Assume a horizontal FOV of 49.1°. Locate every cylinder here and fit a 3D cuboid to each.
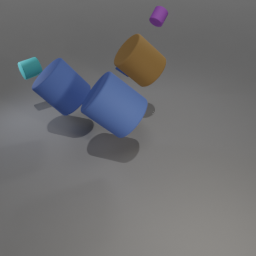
[{"bbox_3d":[-3.831,-2.342,10.992,0.700,0.700,0.700,-28,40,-24],"label":"cylinder"},{"bbox_3d":[-2.227,-1.373,9.431,1.400,1.400,1.400,-32,33,24],"label":"cylinder"},{"bbox_3d":[-0.401,-0.653,8.042,1.400,1.400,1.400,35,24,-20],"label":"cylinder"},{"bbox_3d":[0.440,-2.465,10.310,1.400,1.400,1.400,34,17,-28],"label":"cylinder"},{"bbox_3d":[1.485,-5.391,13.547,0.700,0.700,0.700,23,82,33],"label":"cylinder"}]

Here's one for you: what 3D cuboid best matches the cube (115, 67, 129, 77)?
[{"bbox_3d":[-0.027,-2.859,12.499,0.700,0.700,0.700,31,59,-11],"label":"cube"}]
